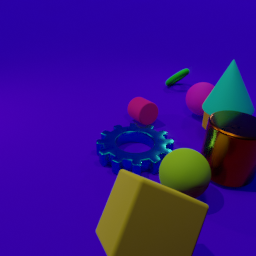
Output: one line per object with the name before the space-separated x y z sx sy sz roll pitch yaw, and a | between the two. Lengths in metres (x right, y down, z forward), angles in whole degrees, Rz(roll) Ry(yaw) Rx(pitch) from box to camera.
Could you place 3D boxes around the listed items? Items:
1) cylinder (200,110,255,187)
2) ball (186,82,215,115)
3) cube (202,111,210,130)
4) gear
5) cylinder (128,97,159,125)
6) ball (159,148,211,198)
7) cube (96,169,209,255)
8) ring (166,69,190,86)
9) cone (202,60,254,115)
cylinder | 2.494 0.470 6.725 1.366 1.366 1.366 3 30 -2
ball | 2.493 -0.970 9.358 1.102 1.102 1.102 0 30 0
cube | 2.954 -0.300 8.499 0.962 0.962 0.962 -7 30 -13
gear | 0.188 0.523 7.670 2.060 0.381 2.060 1 30 0
cylinder | 0.482 -0.560 9.091 0.747 0.747 0.747 -16 27 -25
ball | 1.224 0.988 6.056 1.101 1.101 1.101 0 30 0
cube | 0.293 1.331 4.042 1.068 1.068 1.068 24 -7 -14
ring | 2.068 -2.110 11.711 1.120 0.224 1.120 -31 -4 -2
cone | 2.741 -1.147 7.482 1.376 1.381 1.376 -3 31 2
